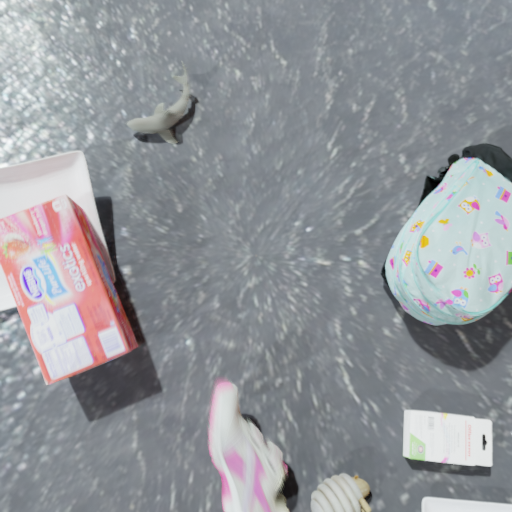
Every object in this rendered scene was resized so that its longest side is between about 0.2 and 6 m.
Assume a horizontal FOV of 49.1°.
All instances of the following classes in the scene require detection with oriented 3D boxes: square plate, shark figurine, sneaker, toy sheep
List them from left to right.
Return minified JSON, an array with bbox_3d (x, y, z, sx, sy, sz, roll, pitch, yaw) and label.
[{"bbox_3d":[-4.103,-0.420,10.212,2.547,0.362,2.523,-14,94,-8],"label":"square plate"},{"bbox_3d":[-1.690,-2.934,11.078,0.974,0.680,1.629,40,86,1],"label":"shark figurine"},{"bbox_3d":[-0.110,3.203,8.971,1.115,1.028,2.527,-11,98,-2],"label":"sneaker"},{"bbox_3d":[1.312,4.001,9.050,1.227,0.846,0.846,-22,74,-22],"label":"toy sheep"}]

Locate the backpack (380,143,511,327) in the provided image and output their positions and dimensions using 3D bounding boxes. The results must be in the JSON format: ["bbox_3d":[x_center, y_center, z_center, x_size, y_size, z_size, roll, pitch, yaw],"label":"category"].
[{"bbox_3d":[3.635,-0.243,9.725,2.566,1.947,3.075,43,81,9],"label":"backpack"}]

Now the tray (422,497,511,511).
[{"bbox_3d":[3.927,4.741,9.101,2.523,0.280,1.355,5,73,2],"label":"tray"}]

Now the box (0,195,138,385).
[{"bbox_3d":[-3.235,0.580,9.533,1.437,1.325,2.800,-23,86,-7],"label":"box"}]

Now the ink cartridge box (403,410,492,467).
[{"bbox_3d":[3.232,3.092,9.493,1.369,0.461,0.802,6,74,2],"label":"ink cartridge box"}]
